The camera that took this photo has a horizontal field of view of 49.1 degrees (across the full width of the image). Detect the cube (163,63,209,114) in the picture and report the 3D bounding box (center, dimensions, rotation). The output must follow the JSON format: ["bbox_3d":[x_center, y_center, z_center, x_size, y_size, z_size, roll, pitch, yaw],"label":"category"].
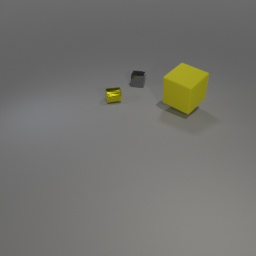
[{"bbox_3d":[2.480,-1.732,12.193,1.400,1.400,1.400,31,55,30],"label":"cube"}]

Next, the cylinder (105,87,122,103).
[{"bbox_3d":[-0.715,-1.596,13.559,0.700,0.700,0.700,-8,33,-12],"label":"cylinder"}]

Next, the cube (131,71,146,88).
[{"bbox_3d":[0.559,-2.665,15.274,0.700,0.700,0.700,7,33,11],"label":"cube"}]
